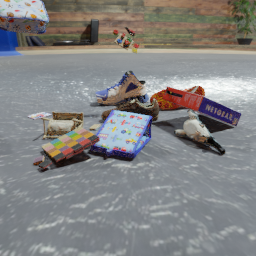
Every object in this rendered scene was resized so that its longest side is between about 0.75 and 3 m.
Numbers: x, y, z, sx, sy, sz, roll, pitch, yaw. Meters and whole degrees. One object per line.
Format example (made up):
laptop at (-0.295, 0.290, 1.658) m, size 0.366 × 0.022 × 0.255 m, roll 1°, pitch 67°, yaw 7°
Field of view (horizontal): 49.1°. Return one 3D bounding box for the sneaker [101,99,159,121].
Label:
sneaker at (0.084, -0.779, 11.481) m, size 2.376 × 0.897 × 0.837 m, roll -2°, pitch 20°, yaw -7°

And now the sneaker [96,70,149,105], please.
sneaker at (-0.278, -2.056, 14.002) m, size 2.739 × 1.582 × 1.106 m, roll -4°, pitch 19°, yaw -11°

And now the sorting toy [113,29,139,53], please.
sorting toy at (-0.103, -3.659, 11.786) m, size 1.356 × 0.229 × 0.654 m, roll 31°, pitch 54°, yaw -3°

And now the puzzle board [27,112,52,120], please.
puzzle board at (-3.808, -0.543, 12.050) m, size 0.624 × 0.072 × 0.827 m, roll 17°, pitch 25°, yaw 38°

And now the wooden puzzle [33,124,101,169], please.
wooden puzzle at (-1.753, 0.486, 8.389) m, size 2.348 × 0.165 × 1.392 m, roll -29°, pitch 26°, yaw -24°

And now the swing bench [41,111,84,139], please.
swing bench at (-2.275, -0.116, 9.933) m, size 1.170 × 0.763 × 1.176 m, roll 2°, pitch 15°, yaw 6°

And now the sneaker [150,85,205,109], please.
sneaker at (2.330, -1.363, 13.417) m, size 2.797 × 1.021 × 1.079 m, roll -8°, pitch -7°, yaw -16°

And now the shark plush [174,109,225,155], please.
shark plush at (2.558, 0.124, 9.324) m, size 0.935 × 1.020 × 2.244 m, roll 25°, pitch 2°, yaw -28°

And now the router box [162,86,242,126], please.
router box at (2.840, -0.859, 10.883) m, size 2.305 × 0.563 × 2.069 m, roll 16°, pitch 9°, yaw -33°

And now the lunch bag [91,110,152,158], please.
lunch bag at (-0.201, 0.283, 8.849) m, size 1.433 × 0.896 × 1.904 m, roll 10°, pitch 31°, yaw 20°

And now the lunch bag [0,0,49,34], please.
lunch bag at (-2.657, -2.857, 6.972) m, size 1.315 × 0.497 × 1.054 m, roll -5°, pitch 58°, yaw -34°

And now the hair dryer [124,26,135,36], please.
hair dryer at (0.091, -4.887, 14.014) m, size 0.703 × 0.251 × 0.924 m, roll 42°, pitch 7°, yaw -17°
